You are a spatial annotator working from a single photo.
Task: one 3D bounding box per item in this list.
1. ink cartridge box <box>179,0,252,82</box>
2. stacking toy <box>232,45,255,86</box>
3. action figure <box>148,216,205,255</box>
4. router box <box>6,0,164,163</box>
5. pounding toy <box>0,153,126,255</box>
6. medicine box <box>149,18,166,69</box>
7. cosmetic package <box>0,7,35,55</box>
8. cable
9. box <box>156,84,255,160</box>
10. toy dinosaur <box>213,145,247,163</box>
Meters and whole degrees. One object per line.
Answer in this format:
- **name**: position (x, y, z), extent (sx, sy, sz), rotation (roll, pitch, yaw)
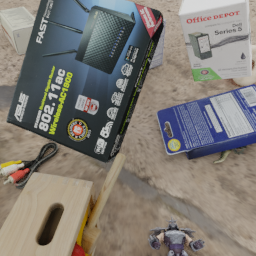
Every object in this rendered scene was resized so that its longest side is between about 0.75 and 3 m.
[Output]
- **ink cartridge box**: position (2.156, -2.171, 6.728), extent (1.436, 1.974, 0.829), rotation (-1, 49, 27)
- **stacking toy**: position (3.897, -2.388, 10.201), extent (1.377, 1.377, 1.885), rotation (-11, 24, -12)
- **action figure**: position (0.935, 2.386, 5.247), extent (1.083, 0.577, 1.664), rotation (-5, 39, 3)
- **router box**: position (-0.828, -1.079, 5.446), extent (2.196, 2.930, 0.910), rotation (21, 8, 10)
- **pounding toy**: position (-1.007, 1.777, 4.792), extent (1.572, 2.036, 2.212), rotation (8, 43, 8)
- **medicine box**: position (0.406, -3.019, 10.155), extent (1.643, 1.804, 0.929), rotation (-24, 48, -24)
- **cosmetic package**: position (-4.569, -4.228, 12.018), extent (1.257, 1.061, 2.431), rotation (-20, 46, -23)
- **cable**: position (-2.387, 0.872, 6.962), extent (0.830, 0.430, 1.708), rotation (34, 52, 31)
- **box**: position (2.355, -0.153, 7.667), extent (2.933, 0.475, 1.776), rotation (-14, 45, 6)
- **toy dinosaur**: position (2.768, 0.507, 7.440), extent (0.650, 0.350, 1.476), rotation (7, 42, 29)
